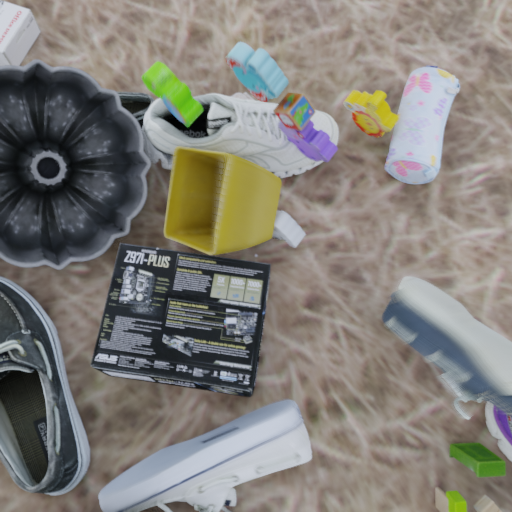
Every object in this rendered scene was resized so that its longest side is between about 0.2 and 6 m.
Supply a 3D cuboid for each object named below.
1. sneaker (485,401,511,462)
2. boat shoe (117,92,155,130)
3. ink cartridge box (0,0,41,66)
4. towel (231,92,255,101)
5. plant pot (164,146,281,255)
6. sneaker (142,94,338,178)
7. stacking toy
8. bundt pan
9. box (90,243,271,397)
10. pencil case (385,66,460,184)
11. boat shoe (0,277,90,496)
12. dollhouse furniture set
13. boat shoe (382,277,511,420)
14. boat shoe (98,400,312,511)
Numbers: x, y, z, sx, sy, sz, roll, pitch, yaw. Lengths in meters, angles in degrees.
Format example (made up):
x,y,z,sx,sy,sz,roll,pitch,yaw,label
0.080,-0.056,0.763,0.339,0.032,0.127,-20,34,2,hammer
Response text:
x,y,z,sx,sy,sz,roll,pitch,yaw,label
4.435,2.962,7.203,1.335,1.381,3.312,-43,77,-13,sneaker
-2.764,-2.378,9.305,2.380,0.844,0.858,-10,71,-3,boat shoe
-4.759,-4.032,10.015,1.379,0.572,1.012,21,72,7,ink cartridge box
-0.463,-2.023,9.483,1.615,0.278,1.070,-43,76,-13,towel
-0.415,-0.785,8.030,1.180,1.338,1.338,1,102,-39,plant pot
-0.206,-1.916,8.680,3.154,1.278,1.185,-2,78,-8,sneaker
0.360,-2.157,7.958,2.701,3.583,0.842,-51,38,-9,stacking toy
-3.127,-1.303,8.293,2.916,1.095,2.916,-5,101,-25,bundt pan
-1.007,0.940,8.105,2.230,0.960,1.826,7,71,2,box
2.746,-2.144,9.245,0.875,0.802,1.930,13,72,18,pencil case
-3.277,1.626,7.744,1.221,1.202,3.389,-31,74,-10,boat shoe
2.944,3.574,7.577,0.930,0.719,1.861,-1,90,-8,dollhouse furniture set
2.748,1.382,7.254,2.769,1.037,0.856,43,120,32,boat shoe
-0.564,3.027,7.434,2.852,1.054,1.216,-22,89,-10,boat shoe
